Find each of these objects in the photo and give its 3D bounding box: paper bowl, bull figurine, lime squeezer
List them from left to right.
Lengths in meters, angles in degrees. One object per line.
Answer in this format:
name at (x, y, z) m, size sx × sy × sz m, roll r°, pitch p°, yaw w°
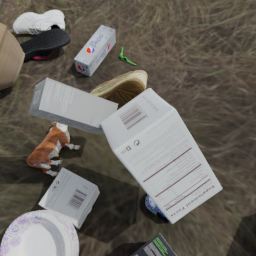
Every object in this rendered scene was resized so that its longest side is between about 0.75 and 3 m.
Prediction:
paper bowl at (-2.279, 3.233, 7.544) m, size 1.980 × 1.030 × 1.980 m, roll -3°, pitch 77°, yaw 12°
bull figurine at (-2.402, 0.587, 9.327) m, size 1.228 × 0.659 × 2.022 m, roll 29°, pitch 66°, yaw 14°
lime squeezer at (-0.109, -2.881, 11.452) m, size 0.392 × 0.210 × 1.111 m, roll -11°, pitch 57°, yaw -41°

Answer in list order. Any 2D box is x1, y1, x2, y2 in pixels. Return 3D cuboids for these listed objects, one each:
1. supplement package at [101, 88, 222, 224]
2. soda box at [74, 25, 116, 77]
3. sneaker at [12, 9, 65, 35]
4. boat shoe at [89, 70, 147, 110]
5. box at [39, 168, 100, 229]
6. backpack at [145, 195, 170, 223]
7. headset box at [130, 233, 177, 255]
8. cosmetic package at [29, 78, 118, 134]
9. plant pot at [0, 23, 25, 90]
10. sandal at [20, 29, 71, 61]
supplement package at (0.716, 0.598, 6.045) m, size 1.393 × 2.374 × 1.388 m, roll -36°, pitch 29°, yaw 1°
soda box at (-1.281, -3.114, 11.231) m, size 0.675 × 0.727 × 2.129 m, roll 25°, pitch 65°, yaw 12°
sneaker at (-3.744, -4.348, 11.864) m, size 2.222 × 0.828 × 0.968 m, roll -16°, pitch 68°, yaw -8°
boat shoe at (-0.504, -0.784, 7.414) m, size 2.390 × 0.852 × 0.771 m, roll -19°, pitch 32°, yaw 29°
box at (-1.720, 2.109, 8.427) m, size 1.283 × 0.839 × 1.277 m, roll 25°, pitch 65°, yaw 12°
backpack at (1.056, 2.218, 8.470) m, size 1.006 × 0.676 × 0.918 m, roll 31°, pitch 67°, yaw 17°
headset box at (0.393, 3.636, 7.192) m, size 1.857 × 1.616 × 0.861 m, roll -33°, pitch 66°, yaw -17°
cosmetic package at (-1.208, -0.425, 6.323) m, size 1.745 × 0.932 × 0.787 m, roll 16°, pitch 78°, yaw -32°
plant pot at (-4.574, -2.330, 10.178) m, size 1.217 × 2.637 × 2.637 m, roll 21°, pitch 59°, yaw -27°
sandal at (-3.643, -3.224, 11.434) m, size 2.878 × 0.649 × 1.081 m, roll -18°, pitch 58°, yaw 8°
